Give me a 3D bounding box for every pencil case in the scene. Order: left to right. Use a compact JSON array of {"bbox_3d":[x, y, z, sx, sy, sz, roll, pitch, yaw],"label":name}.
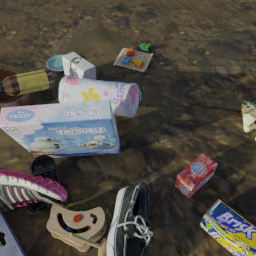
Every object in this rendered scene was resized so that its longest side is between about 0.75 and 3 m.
[{"bbox_3d":[-1.040,-1.158,10.084,2.929,1.217,1.328,10,14,23],"label":"pencil case"}]

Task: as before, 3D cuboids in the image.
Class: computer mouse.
[{"bbox_3d":[-2.421,1.639,8.280,1.227,0.467,1.772,-14,59,-12],"label":"computer mouse"}]

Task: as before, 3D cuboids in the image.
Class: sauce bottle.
[{"bbox_3d":[-3.965,-1.620,10.353,2.386,0.772,0.772,-16,48,-24],"label":"sauce bottle"}]

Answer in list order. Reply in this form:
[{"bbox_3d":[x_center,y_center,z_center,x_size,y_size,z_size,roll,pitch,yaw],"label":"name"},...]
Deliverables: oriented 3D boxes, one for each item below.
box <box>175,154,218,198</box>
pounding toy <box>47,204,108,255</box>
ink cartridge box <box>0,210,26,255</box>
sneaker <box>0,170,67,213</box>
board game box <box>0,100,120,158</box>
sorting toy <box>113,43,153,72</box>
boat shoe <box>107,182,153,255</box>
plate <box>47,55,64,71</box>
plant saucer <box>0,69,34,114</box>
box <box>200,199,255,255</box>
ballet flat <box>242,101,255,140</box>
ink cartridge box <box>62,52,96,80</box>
[{"bbox_3d":[2.030,1.403,8.337,1.221,0.608,0.583,-34,55,-28],"label":"box"},{"bbox_3d":[-1.165,2.379,7.085,1.888,1.083,1.079,19,54,17],"label":"pounding toy"},{"bbox_3d":[-3.913,3.107,6.670,2.307,0.542,2.279,-16,45,-40],"label":"ink cartridge box"},{"bbox_3d":[-2.794,1.831,7.574,2.351,0.867,1.028,11,90,8],"label":"sneaker"},{"bbox_3d":[-1.679,0.165,7.955,2.729,2.715,0.592,-4,66,2],"label":"board game box"},{"bbox_3d":[0.364,-3.454,13.130,1.566,0.312,2.118,13,48,12],"label":"sorting toy"},{"bbox_3d":[0.176,2.508,6.949,0.881,0.952,2.580,-30,28,30],"label":"boat shoe"},{"bbox_3d":[-3.023,-2.921,12.732,1.313,0.168,1.313,0,47,0],"label":"plate"},{"bbox_3d":[-4.827,-1.499,10.712,2.362,0.432,2.362,10,53,-14],"label":"plant saucer"},{"bbox_3d":[2.859,2.793,6.988,0.718,0.659,2.051,-35,56,-28],"label":"box"},{"bbox_3d":[4.624,0.043,9.562,0.955,0.860,2.536,-36,56,-7],"label":"ballet flat"},{"bbox_3d":[-1.991,-2.290,11.495,0.628,1.088,1.489,-34,54,-30],"label":"ink cartridge box"}]
